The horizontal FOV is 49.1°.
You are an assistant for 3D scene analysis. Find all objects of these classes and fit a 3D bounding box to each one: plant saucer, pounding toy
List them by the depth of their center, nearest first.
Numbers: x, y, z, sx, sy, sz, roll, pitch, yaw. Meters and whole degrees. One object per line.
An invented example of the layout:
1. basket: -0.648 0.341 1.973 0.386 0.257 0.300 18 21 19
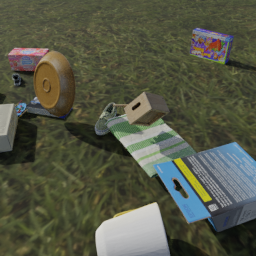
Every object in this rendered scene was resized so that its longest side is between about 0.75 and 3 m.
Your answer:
1. pounding toy: 0.424 -0.638 9.280 1.173 1.275 0.906 6 57 -47
2. plant saucer: -2.824 -1.570 10.258 2.406 2.406 0.426 30 30 34

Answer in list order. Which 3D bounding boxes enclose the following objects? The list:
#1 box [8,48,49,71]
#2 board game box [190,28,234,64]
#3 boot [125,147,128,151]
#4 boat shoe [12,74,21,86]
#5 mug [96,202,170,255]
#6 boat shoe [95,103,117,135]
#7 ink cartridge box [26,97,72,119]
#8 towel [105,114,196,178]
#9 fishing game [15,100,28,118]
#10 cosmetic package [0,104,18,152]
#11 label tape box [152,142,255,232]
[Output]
1. box: -5.215 -3.648 14.944 1.929 0.913 0.990 2 37 3
2. board game box: 4.646 -4.617 15.756 2.190 1.473 0.490 26 44 30
3. boot: 0.686 0.730 9.651 1.138 0.430 1.299 -39 49 -23
4. boat shoe: -5.569 -2.505 13.897 0.400 0.370 1.082 -10 38 -13
5. mug: 0.095 2.674 6.598 1.518 1.849 1.481 -12 71 -2
6. boat shoe: -0.876 -0.391 10.991 0.619 0.533 1.718 8 38 10
7. ink cartridge box: -3.308 -0.879 11.811 1.742 0.342 0.866 10 38 11
8. towel: 0.763 0.380 9.746 2.190 0.336 2.872 -17 47 -32
9. fishing game: -4.533 -0.783 11.605 0.712 0.155 0.995 -41 45 -2
10. cosmetic package: -4.764 -0.027 10.347 1.058 0.747 2.044 -6 39 -8
11. label tape box: 2.420 1.680 7.942 2.939 0.930 2.120 -13 39 -16
